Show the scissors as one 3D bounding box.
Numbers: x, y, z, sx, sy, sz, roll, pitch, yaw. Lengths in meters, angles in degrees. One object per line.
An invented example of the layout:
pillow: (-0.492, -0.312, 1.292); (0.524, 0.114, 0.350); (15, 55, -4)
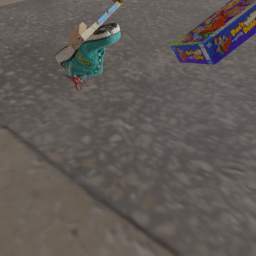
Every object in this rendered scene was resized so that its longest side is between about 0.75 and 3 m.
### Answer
scissors: (-1.197, -1.100, 6.007); (0.063, 0.899, 0.329); (18, 76, 34)

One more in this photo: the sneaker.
sneaker: (-0.778, -1.595, 6.088); (0.860, 0.884, 2.219); (-35, 12, -31)

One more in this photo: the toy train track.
toy train track: (-0.311, -1.670, 3.778); (1.101, 0.312, 1.920); (-27, 26, 43)

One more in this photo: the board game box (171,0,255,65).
board game box: (2.680, -2.731, 7.405); (2.707, 0.606, 1.820); (-38, 22, -5)
